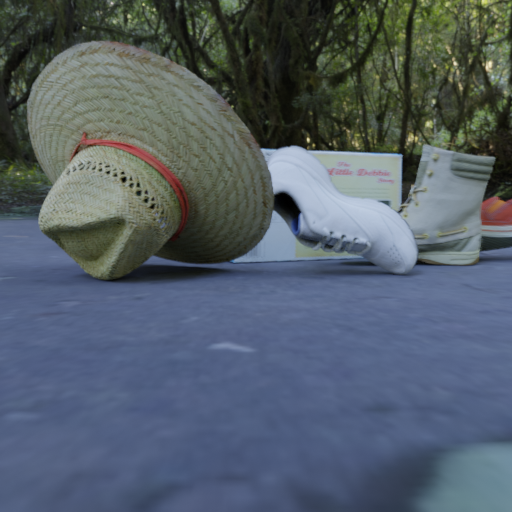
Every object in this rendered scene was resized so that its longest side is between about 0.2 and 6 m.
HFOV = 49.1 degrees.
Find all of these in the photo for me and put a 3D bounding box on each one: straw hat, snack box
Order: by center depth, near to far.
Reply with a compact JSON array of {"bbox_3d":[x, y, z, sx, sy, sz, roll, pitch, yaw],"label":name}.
[{"bbox_3d":[-1.694,-0.555,6.710,3.596,3.596,1.522,3,45,29],"label":"straw hat"},{"bbox_3d":[0.976,-0.821,9.209,3.037,1.764,0.563,-1,6,-21],"label":"snack box"}]

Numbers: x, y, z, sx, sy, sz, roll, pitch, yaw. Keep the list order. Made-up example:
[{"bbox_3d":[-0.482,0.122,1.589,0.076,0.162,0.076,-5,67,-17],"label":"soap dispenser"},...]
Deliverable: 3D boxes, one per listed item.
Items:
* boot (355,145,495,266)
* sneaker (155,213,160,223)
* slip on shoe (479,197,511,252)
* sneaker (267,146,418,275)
[{"bbox_3d":[2.292,-0.781,8.264,2.221,1.718,0.800,4,18,0],"label":"boot"},{"bbox_3d":[-3.102,-0.836,12.509,1.760,1.218,3.141,1,5,-3],"label":"sneaker"},{"bbox_3d":[3.788,-0.547,9.147,2.482,0.759,0.919,-7,-18,2],"label":"slip on shoe"},{"bbox_3d":[0.970,-0.383,7.106,2.314,0.862,1.008,32,51,1],"label":"sneaker"}]
